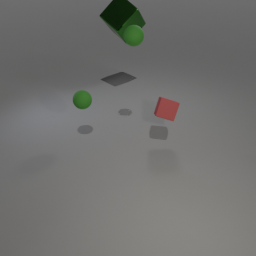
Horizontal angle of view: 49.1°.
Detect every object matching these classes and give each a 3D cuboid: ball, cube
[{"bbox_3d":[0.199,-3.154,9.579,0.700,0.700,0.700,0,31,0],"label":"ball"},{"bbox_3d":[1.418,-0.715,10.366,0.700,0.700,0.700,17,9,-3],"label":"cube"},{"bbox_3d":[-0.236,-5.263,13.598,1.400,1.400,1.400,47,9,19],"label":"cube"},{"bbox_3d":[-1.672,-1.034,10.266,0.700,0.700,0.700,0,31,0],"label":"ball"}]
